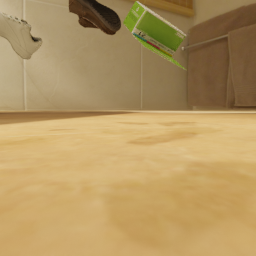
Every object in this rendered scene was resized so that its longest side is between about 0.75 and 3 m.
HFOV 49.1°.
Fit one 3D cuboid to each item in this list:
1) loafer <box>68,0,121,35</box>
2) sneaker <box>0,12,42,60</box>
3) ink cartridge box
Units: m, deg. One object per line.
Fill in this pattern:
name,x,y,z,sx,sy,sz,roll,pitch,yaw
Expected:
loafer,-1.134,-3.667,9.228,0.893,0.868,2.446,-14,51,-41
sneaker,-2.739,-2.394,6.620,0.712,0.609,1.635,-33,-42,13
ink cartridge box,1.060,-3.045,9.178,1.795,0.920,2.429,21,26,-30
